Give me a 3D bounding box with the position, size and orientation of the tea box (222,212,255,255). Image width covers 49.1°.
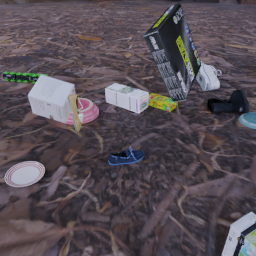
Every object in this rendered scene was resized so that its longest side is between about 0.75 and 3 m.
[{"bbox_3d":[2.828,2.736,6.198,0.752,1.126,1.108,-19,36,-28],"label":"tea box"}]

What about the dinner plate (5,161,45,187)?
[{"bbox_3d":[-3.343,1.519,9.125,1.251,0.152,1.251,0,31,0],"label":"dinner plate"}]

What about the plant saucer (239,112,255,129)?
[{"bbox_3d":[5.532,-0.351,12.141,1.363,0.187,1.363,0,32,0],"label":"plant saucer"}]

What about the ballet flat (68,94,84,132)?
[{"bbox_3d":[-1.284,-0.411,7.123,0.313,0.992,0.341,-16,-9,0],"label":"ballet flat"}]

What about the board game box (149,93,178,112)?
[{"bbox_3d":[1.568,-1.239,13.423,1.440,0.343,0.732,21,37,30],"label":"board game box"}]

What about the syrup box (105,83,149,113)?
[{"bbox_3d":[-0.053,-1.444,13.289,2.031,0.827,0.800,22,40,31],"label":"syrup box"}]

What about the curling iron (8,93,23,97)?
[{"bbox_3d":[-5.806,-1.727,14.424,0.842,0.108,0.209,2,68,10],"label":"curling iron"}]

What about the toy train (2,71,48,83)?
[{"bbox_3d":[-5.823,-2.907,15.991,2.723,0.568,0.768,7,22,12],"label":"toy train"}]

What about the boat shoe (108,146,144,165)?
[{"bbox_3d":[-0.038,0.969,9.731,1.296,0.445,0.545,-14,34,-21],"label":"boat shoe"}]

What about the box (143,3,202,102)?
[{"bbox_3d":[1.592,-2.491,9.208,0.578,2.431,2.348,-8,34,34],"label":"box"}]

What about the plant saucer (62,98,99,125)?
[{"bbox_3d":[-2.304,-0.839,12.636,1.961,0.497,1.961,0,32,0],"label":"plant saucer"}]

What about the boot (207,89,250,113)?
[{"bbox_3d":[4.546,-1.262,13.043,1.691,0.769,2.013,2,29,6],"label":"boot"}]

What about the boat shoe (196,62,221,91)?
[{"bbox_3d":[4.549,-2.952,15.577,1.184,1.026,2.776,0,34,-1],"label":"boat shoe"}]

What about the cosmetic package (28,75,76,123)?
[{"bbox_3d":[-2.334,-0.903,8.781,1.131,0.932,0.933,17,57,4],"label":"cosmetic package"}]
